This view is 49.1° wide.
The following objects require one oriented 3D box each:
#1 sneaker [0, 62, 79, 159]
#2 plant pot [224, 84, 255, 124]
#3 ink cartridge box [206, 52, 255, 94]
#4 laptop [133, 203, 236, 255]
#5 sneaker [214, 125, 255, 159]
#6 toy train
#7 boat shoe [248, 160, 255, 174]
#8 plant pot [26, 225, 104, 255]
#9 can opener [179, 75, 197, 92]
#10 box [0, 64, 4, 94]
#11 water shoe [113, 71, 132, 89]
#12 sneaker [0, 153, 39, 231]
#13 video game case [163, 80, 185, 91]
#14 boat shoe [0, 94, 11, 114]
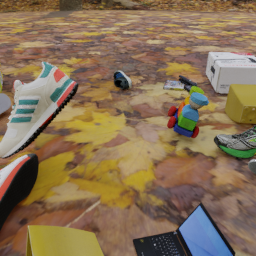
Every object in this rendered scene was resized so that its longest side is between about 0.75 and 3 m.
[{"bbox_3d":[-2.523,-0.488,7.046,2.667,1.247,0.939,-47,6,-1],"label":"sneaker"},{"bbox_3d":[4.104,-0.742,9.633,1.153,1.146,1.180,3,34,5],"label":"plant pot"},{"bbox_3d":[4.929,-2.612,12.969,2.075,1.204,2.877,2,28,4],"label":"ink cartridge box"},{"bbox_3d":[0.876,2.045,4.797,1.351,0.698,1.197,-6,28,-12],"label":"laptop"},{"bbox_3d":[3.515,0.245,7.895,2.245,0.956,0.876,-3,28,-5],"label":"sneaker"},{"bbox_3d":[1.971,-0.779,9.003,0.964,1.317,2.277,23,30,-3],"label":"toy train"},{"bbox_3d":[3.604,1.031,7.034,1.130,0.416,0.362,12,24,13],"label":"boat shoe"},{"bbox_3d":[-0.915,2.199,4.162,1.026,1.163,1.163,0,26,-26],"label":"plant pot"},{"bbox_3d":[2.676,-2.068,12.657,0.507,0.409,1.290,-12,41,-20],"label":"can opener"},{"bbox_3d":[-6.729,-2.240,12.041,2.273,1.440,2.360,-9,30,-18],"label":"box"},{"bbox_3d":[-0.415,-2.240,12.954,0.631,0.572,1.599,-16,32,-25],"label":"water shoe"},{"bbox_3d":[-3.055,1.359,5.812,1.501,0.935,2.801,6,31,6],"label":"sneaker"},{"bbox_3d":[2.154,-1.975,12.926,0.916,0.129,1.013,7,29,13],"label":"video game case"},{"bbox_3d":[-5.100,-0.461,9.554,0.833,0.846,2.387,-17,23,29],"label":"boat shoe"}]
